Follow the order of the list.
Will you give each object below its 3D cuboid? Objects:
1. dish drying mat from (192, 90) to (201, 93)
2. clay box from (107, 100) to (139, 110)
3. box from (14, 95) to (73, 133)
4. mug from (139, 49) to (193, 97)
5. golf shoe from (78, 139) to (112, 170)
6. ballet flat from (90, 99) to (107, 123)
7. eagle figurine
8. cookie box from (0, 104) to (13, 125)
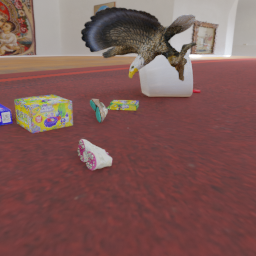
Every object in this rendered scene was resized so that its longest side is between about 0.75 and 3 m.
[{"bbox_3d":[2.774,-1.714,12.923,1.103,0.100,0.424,6,19,16],"label":"dish drying mat"},{"bbox_3d":[-0.188,-0.810,9.806,1.054,0.251,0.605,4,17,9],"label":"clay box"},{"bbox_3d":[-2.352,-0.439,7.835,1.195,0.729,1.151,-13,22,-38],"label":"box"},{"bbox_3d":[1.530,-2.007,11.825,2.016,2.456,1.967,-8,50,3],"label":"mug"},{"bbox_3d":[-0.672,0.519,5.518,0.479,0.394,1.047,2,21,-30],"label":"golf shoe"},{"bbox_3d":[-0.826,-0.553,8.412,0.366,0.370,1.087,-5,42,-24],"label":"ballet flat"},{"bbox_3d":[0.355,-2.445,8.182,2.860,2.170,2.158,31,52,17],"label":"eagle figurine"},{"bbox_3d":[-4.033,-0.367,8.089,0.997,0.438,1.166,-13,22,-36],"label":"cookie box"}]
